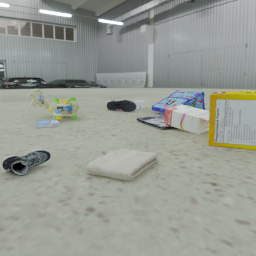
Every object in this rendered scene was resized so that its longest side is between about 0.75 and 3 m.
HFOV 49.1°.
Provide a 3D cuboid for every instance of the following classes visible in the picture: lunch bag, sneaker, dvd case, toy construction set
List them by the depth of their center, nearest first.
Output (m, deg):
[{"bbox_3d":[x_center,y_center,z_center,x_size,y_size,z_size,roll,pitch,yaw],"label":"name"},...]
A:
[{"bbox_3d":[-2.196,0.779,6.240,1.089,0.411,0.620,-12,16,-30],"label":"sneaker"},{"bbox_3d":[1.673,-0.273,12.391,1.797,0.193,2.416,-4,12,-22],"label":"dvd case"},{"bbox_3d":[-3.657,-1.071,14.078,2.958,1.363,1.939,21,21,34],"label":"toy construction set"},{"bbox_3d":[2.759,-1.231,15.817,2.596,1.221,1.954,-22,22,-33],"label":"lunch bag"},{"bbox_3d":[-0.253,-1.413,17.095,2.106,0.739,0.864,8,17,34],"label":"sneaker"}]

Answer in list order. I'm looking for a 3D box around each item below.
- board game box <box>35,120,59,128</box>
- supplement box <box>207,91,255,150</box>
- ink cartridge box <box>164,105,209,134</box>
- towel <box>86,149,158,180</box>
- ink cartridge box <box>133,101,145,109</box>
[{"bbox_3d":[-3.463,-0.194,11.988,0.910,0.197,0.905,-4,12,-21],"label":"board game box"},{"bbox_3d":[4.081,-0.274,8.484,2.981,1.622,1.633,5,12,25],"label":"supplement box"},{"bbox_3d":[2.543,-0.316,10.821,1.175,0.681,2.017,-15,25,-41],"label":"ink cartridge box"},{"bbox_3d":[-0.066,0.785,6.465,1.098,0.286,1.658,4,11,26],"label":"towel"},{"bbox_3d":[0.749,-1.522,18.334,0.495,0.508,0.790,6,11,32],"label":"ink cartridge box"}]
